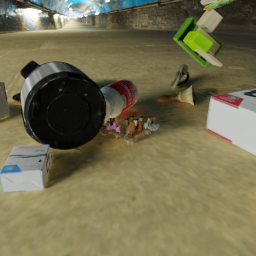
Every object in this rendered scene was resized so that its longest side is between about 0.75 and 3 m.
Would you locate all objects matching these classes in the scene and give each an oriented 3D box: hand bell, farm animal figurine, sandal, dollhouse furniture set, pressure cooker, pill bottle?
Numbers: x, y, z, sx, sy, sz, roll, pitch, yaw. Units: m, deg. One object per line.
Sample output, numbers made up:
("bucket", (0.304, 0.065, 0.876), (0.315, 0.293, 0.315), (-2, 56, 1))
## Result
("hand bell", (1.751, -1.144, 10.520), (1.427, 0.743, 0.743), (-5, 21, 21))
("farm animal figurine", (-0.005, 0.070, 7.497), (1.319, 0.688, 1.304), (8, 17, 40))
("sandal", (2.455, -2.262, 12.806), (0.624, 0.868, 2.186), (23, 35, 9))
("dollhouse furniture set", (2.788, -3.115, 7.717), (1.365, 2.720, 1.782), (33, 10, -19))
("pressure cooker", (-1.754, -0.685, 7.405), (2.041, 2.010, 2.285), (-4, 24, -22))
("pill bottle", (-0.466, -0.939, 9.272), (1.036, 1.036, 1.846), (11, 26, 23))

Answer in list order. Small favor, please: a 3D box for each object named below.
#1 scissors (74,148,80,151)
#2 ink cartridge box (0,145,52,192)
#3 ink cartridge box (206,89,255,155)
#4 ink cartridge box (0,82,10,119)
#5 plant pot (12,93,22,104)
("scissors", (-1.687, 0.463, 7.306), (0.411, 0.078, 1.123), (-15, 27, -37))
("ink cartridge box", (-2.138, 0.764, 6.074), (0.814, 0.476, 1.403), (-3, 24, -7))
("ink cartridge box", (3.857, -0.329, 7.812), (2.611, 1.081, 1.903), (-12, 26, -26))
("ink cartridge box", (-4.882, -0.881, 8.977), (1.595, 1.159, 1.154), (10, 26, 22))
("plant pot", (-3.707, -1.172, 10.877), (1.468, 0.202, 1.468), (0, 24, 0))
